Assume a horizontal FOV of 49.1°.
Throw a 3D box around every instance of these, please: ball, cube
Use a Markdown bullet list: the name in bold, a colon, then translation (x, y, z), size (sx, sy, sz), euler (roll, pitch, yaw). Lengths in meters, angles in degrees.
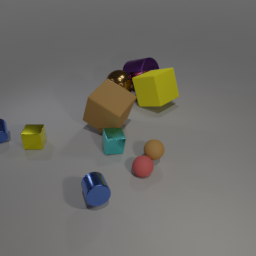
- **ball**: translation (-0.424, -2.135, 13.701), size (1.400, 1.400, 1.400), euler (0, 33, 0)
- **cube**: translation (1.288, -1.869, 12.923), size (1.400, 1.400, 1.400), euler (-28, 21, -37)
- **cube**: translation (-0.531, 0.466, 10.181), size (0.700, 0.700, 0.700), euler (-1, 36, -16)
- **cube**: translation (-3.521, 0.331, 10.497), size (0.700, 0.700, 0.700), euler (0, 32, -2)
- **ball**: translation (0.486, 1.244, 9.089), size (0.700, 0.700, 0.700), euler (0, 33, 0)
- **ball**: translation (0.874, 0.724, 9.374), size (0.700, 0.700, 0.700), euler (0, 33, 0)
- **cube**: translation (-0.734, -0.770, 10.965), size (1.400, 1.400, 1.400), euler (32, 50, 6)

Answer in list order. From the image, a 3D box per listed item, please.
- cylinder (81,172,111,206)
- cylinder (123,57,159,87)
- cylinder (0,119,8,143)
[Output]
- **cylinder**: translation (-0.904, 1.696, 7.831), size (0.700, 0.700, 0.700), euler (-11, 27, -16)
- **cylinder**: translation (0.666, -2.819, 14.330), size (1.400, 1.400, 1.400), euler (4, 27, 45)
- **cylinder**: translation (-4.965, 0.109, 10.650), size (0.700, 0.700, 0.700), euler (-13, 55, -19)
